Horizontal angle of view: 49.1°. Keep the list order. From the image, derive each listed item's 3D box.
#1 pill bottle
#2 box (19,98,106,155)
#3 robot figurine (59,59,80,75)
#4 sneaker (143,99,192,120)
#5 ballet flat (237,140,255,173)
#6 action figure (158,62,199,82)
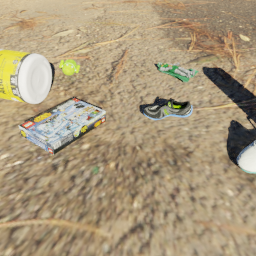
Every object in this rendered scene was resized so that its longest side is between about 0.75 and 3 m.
[{"bbox_3d":[-4.320,-1.848,9.599,2.991,1.665,1.665,10,36,14],"label":"pill bottle"},{"bbox_3d":[-1.854,-0.136,8.182,1.427,0.416,2.084,24,41,31],"label":"box"},{"bbox_3d":[-2.412,-2.496,11.546,0.795,0.524,0.906,18,31,-11],"label":"robot figurine"},{"bbox_3d":[1.218,-0.623,8.621,1.496,0.620,0.530,-4,51,8],"label":"sneaker"},{"bbox_3d":[3.959,0.382,7.025,2.703,0.939,0.939,-11,36,-15],"label":"ballet flat"},{"bbox_3d":[1.896,-2.407,11.519,1.740,0.476,1.028,25,45,37],"label":"action figure"}]
